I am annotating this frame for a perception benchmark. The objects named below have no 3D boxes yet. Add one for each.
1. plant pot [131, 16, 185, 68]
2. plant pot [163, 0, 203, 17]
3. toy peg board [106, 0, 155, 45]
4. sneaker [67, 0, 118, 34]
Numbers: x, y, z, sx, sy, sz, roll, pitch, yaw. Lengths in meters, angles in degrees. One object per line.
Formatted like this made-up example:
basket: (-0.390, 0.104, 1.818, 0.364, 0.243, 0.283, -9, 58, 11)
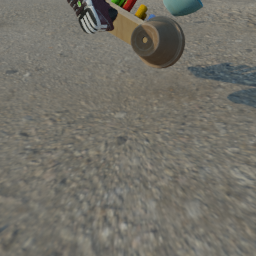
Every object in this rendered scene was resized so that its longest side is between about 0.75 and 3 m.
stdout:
plant pot: (0.734, -2.468, 8.071, 1.526, 1.526, 1.331, 18, 20, 23)
plant pot: (1.686, -4.194, 9.122, 0.905, 1.343, 1.343, -35, 22, 30)
toy peg board: (0.202, -3.848, 9.924, 2.127, 1.045, 2.136, 31, -3, 1)
sneaker: (-0.928, -3.336, 7.328, 1.151, 1.993, 0.754, -16, -6, -46)
